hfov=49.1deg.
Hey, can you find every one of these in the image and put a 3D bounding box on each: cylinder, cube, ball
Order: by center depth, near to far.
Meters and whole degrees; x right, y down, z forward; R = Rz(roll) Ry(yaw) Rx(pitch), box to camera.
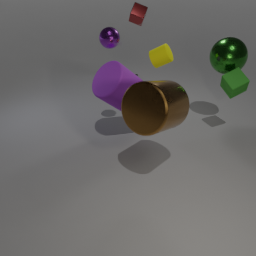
[{"bbox_3d":[0.763,-0.583,7.638,1.400,1.400,1.400,20,20,31],"label":"cylinder"},{"bbox_3d":[-0.621,-3.033,9.430,0.700,0.700,0.700,0,29,0],"label":"ball"},{"bbox_3d":[-0.311,-1.441,9.949,1.400,1.400,1.400,28,3,-46],"label":"cylinder"},{"bbox_3d":[3.903,-1.641,10.274,0.700,0.700,0.700,-27,64,0],"label":"cube"},{"bbox_3d":[1.249,-2.709,10.538,0.700,0.700,0.700,-19,20,27],"label":"cylinder"},{"bbox_3d":[3.864,-2.770,10.783,1.400,1.400,1.400,0,29,0],"label":"ball"},{"bbox_3d":[0.506,-5.689,14.013,0.700,0.700,0.700,21,-14,-2],"label":"cube"}]
